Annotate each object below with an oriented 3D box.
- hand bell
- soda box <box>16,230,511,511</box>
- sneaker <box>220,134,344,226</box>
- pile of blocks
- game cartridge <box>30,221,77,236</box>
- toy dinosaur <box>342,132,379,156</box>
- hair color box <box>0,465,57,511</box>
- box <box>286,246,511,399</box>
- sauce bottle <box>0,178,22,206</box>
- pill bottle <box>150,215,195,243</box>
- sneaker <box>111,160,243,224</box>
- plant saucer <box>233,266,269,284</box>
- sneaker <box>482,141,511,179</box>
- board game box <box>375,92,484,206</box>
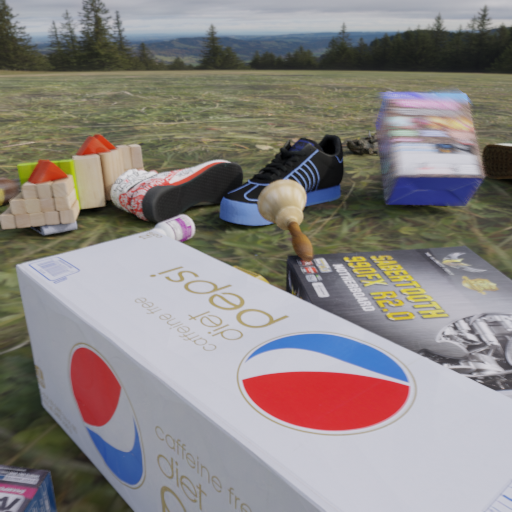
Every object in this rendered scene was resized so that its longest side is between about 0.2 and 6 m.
[{"bbox_3d":[0.493,-0.352,7.183,0.695,0.695,1.335,-5,38,-12],"label":"hand bell"},{"bbox_3d":[-0.096,1.193,3.953,1.414,1.513,4.443,-19,29,-38],"label":"soda box"},{"bbox_3d":[0.556,-1.550,10.887,1.179,1.310,3.362,18,28,36],"label":"sneaker"},{"bbox_3d":[-3.516,-1.648,10.895,1.677,1.270,4.086,1,18,14],"label":"pile of blocks"},{"bbox_3d":[-3.581,-0.575,9.919,0.657,0.202,0.987,-19,24,-32],"label":"game cartridge"},{"bbox_3d":[2.985,-3.075,15.760,1.659,0.639,0.848,-19,17,-27],"label":"toy dinosaur"},{"bbox_3d":[-1.909,1.970,3.509,0.706,0.427,1.412,3,23,6],"label":"hair color box"},{"bbox_3d":[1.761,0.809,5.901,2.417,0.738,3.052,-3,23,-7],"label":"box"},{"bbox_3d":[-5.229,-1.225,11.082,0.571,0.571,1.764,16,27,34],"label":"sauce bottle"},{"bbox_3d":[-1.408,-0.377,9.207,0.436,0.436,0.776,15,27,32],"label":"pill bottle"},{"bbox_3d":[-1.565,-1.436,11.140,1.454,0.906,2.713,19,31,33],"label":"sneaker"},{"bbox_3d":[-0.286,0.349,7.788,0.705,0.171,0.706,18,28,39],"label":"plant saucer"},{"bbox_3d":[6.512,-1.991,12.150,1.508,1.127,3.360,-10,21,-10],"label":"sneaker"},{"bbox_3d":[3.268,-2.067,10.806,1.606,0.975,2.014,1,63,-1],"label":"board game box"}]
